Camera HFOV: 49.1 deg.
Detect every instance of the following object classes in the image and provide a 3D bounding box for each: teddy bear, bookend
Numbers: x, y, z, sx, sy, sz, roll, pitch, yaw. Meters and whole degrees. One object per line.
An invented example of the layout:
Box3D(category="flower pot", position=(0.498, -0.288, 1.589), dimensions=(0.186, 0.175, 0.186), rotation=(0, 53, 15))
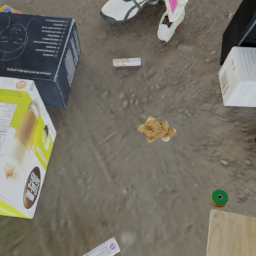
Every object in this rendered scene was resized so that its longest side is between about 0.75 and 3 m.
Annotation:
Box3D(category="teddy bear", position=(0.533, 0.060, 5.052), dimensions=(0.552, 0.761, 0.254), rotation=(-34, 45, 12))
Box3D(category="bookend", position=(4.063, -2.520, 7.387), dimensions=(2.469, 2.454, 1.137), rotation=(10, 75, 1))

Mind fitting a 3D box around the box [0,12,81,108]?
Box3D(category="box", position=(-2.668, -1.897, 7.823), dimensions=(2.200, 1.364, 2.163), rotation=(7, 62, 4))

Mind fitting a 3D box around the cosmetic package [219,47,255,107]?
Box3D(category="cosmetic package", position=(3.405, -1.350, 7.596), dimensions=(1.420, 1.171, 1.170), rotation=(1, 63, -3))

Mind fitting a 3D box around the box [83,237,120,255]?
Box3D(category="box", position=(-0.885, 2.826, 5.853), dimensions=(1.505, 0.291, 0.312), rotation=(-26, 64, -14))

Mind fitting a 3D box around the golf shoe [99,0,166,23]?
Box3D(category="golf shoe", position=(0.212, -4.499, 9.327), dimensions=(2.709, 1.280, 1.053), rotation=(-32, 67, -14))

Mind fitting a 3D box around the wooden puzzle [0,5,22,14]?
Box3D(category="wooden puzzle", position=(-4.086, -3.580, 9.357), dimensions=(1.338, 0.310, 1.239), rotation=(27, 65, 14))

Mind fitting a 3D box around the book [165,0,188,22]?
Box3D(category="book", position=(0.622, -1.816, 3.778), dimensions=(0.188, 0.781, 0.522), rotation=(-12, 94, -1))

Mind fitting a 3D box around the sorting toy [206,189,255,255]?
Box3D(category="sorting toy", position=(1.470, 1.627, 3.908), dimensions=(0.708, 0.248, 1.469), rotation=(9, 55, 12))

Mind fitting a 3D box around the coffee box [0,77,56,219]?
Box3D(category="coffee box", position=(-3.152, 0.458, 5.975), dimensions=(2.341, 2.337, 2.315), rotation=(6, 61, 3))

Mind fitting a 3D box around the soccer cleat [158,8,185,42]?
Box3D(category="soccer cleat", position=(1.455, -3.627, 9.149), dimensions=(0.643, 0.720, 1.856), rotation=(19, 63, 10))

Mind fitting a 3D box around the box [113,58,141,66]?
Box3D(category="box", position=(-0.034, -2.019, 8.584), dimensions=(0.839, 0.162, 0.174), rotation=(-3, 61, -2))
